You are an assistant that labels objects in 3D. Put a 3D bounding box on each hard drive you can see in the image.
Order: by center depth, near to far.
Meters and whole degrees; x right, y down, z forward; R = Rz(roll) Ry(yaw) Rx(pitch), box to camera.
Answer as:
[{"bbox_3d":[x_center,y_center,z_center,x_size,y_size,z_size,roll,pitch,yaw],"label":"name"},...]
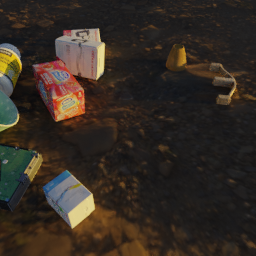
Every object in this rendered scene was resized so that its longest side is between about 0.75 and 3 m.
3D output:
[{"bbox_3d":[-4.587,1.396,9.068,2.983,0.564,2.084,9,46,9],"label":"hard drive"}]

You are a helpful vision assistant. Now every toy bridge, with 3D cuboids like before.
[{"bbox_3d":[4.339,-2.072,12.665,0.946,0.383,2.816,6,45,2],"label":"toy bridge"}]

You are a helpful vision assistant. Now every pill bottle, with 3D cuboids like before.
[{"bbox_3d":[-5.595,-2.579,12.361,1.514,1.514,2.703,-3,45,-3],"label":"pill bottle"}]

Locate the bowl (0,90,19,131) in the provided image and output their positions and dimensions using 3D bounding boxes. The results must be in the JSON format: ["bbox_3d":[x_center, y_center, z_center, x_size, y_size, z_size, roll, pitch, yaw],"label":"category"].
[{"bbox_3d":[-5.284,-0.580,10.221,1.157,2.212,2.212,-41,45,17],"label":"bowl"}]

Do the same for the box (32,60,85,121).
[{"bbox_3d":[-2.880,-1.611,11.538,1.285,1.231,2.578,-18,47,-25],"label":"box"}]

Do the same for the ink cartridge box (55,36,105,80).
[{"bbox_3d":[-2.194,-3.268,12.982,2.114,1.535,0.881,15,34,13],"label":"ink cartridge box"}]

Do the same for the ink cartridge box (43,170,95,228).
[{"bbox_3d":[-1.706,2.063,8.170,1.206,0.885,0.880,34,54,30],"label":"ink cartridge box"}]

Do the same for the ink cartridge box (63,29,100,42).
[{"bbox_3d":[-2.336,-4.337,14.428,1.851,0.781,1.340,-6,63,-6],"label":"ink cartridge box"}]

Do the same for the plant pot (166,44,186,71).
[{"bbox_3d":[2.382,-3.480,13.591,0.999,1.072,0.999,0,44,0],"label":"plant pot"}]
